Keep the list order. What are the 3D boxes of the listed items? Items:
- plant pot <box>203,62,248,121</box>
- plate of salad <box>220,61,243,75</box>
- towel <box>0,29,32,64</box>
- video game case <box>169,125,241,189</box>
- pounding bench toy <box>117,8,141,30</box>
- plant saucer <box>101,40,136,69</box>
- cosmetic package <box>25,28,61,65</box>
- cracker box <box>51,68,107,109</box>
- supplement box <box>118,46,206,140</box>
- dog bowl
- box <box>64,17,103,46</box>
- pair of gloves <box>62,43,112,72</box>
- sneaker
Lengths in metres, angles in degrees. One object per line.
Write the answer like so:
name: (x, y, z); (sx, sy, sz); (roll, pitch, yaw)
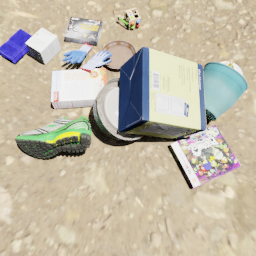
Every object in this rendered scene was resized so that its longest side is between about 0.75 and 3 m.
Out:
plant pot: (2.917, -1.129, 9.477); (1.613, 1.613, 1.516); (33, 82, 13)
plate of salad: (3.768, -2.075, 10.517); (1.111, 0.267, 1.111); (0, 67, -1)
towel: (-4.348, -3.252, 10.980); (1.014, 0.340, 1.374); (33, 71, 12)
video game case: (2.508, 0.918, 9.210); (1.766, 0.316, 1.601); (-22, 69, -9)
pounding bench toy: (0.055, -4.347, 11.353); (0.838, 0.521, 0.654); (-19, 69, -8)
plant saucer: (-0.362, -2.789, 10.823); (1.373, 0.237, 1.373); (-1, 65, 2)
cosmetic package: (-3.211, -3.111, 10.680); (0.784, 0.779, 0.937); (32, 70, 13)
cracker box: (-1.725, -1.427, 10.073); (1.959, 0.565, 1.312); (-3, 65, -2)
supplement box: (1.042, -0.955, 8.741); (2.246, 1.509, 2.248); (9, 73, -27)
dog bowl: (-0.193, -0.562, 9.211); (2.109, 0.619, 2.109); (10, 71, -30)
box: (-1.774, -3.890, 11.261); (1.340, 0.324, 1.061); (10, 67, 5)
pair of gloves: (-1.492, -2.658, 10.483); (1.787, 0.204, 1.437); (23, 51, 22)
sneaker: (-2.348, 0.264, 8.939); (2.560, 0.999, 1.091); (-7, 48, 9)
